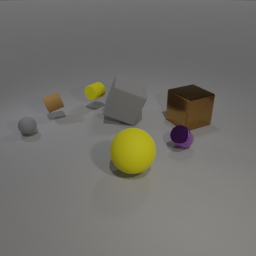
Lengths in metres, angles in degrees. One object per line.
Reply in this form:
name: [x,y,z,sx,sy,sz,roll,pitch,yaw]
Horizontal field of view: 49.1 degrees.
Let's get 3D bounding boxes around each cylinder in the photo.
cylinder: [1.930,0.320,10.008,0.700,0.700,0.700,17,-8,28]
cylinder: [-1.510,-1.687,12.863,0.700,0.700,0.700,17,31,28]
cylinder: [-3.189,-1.098,12.002,0.700,0.700,0.700,-25,34,-10]

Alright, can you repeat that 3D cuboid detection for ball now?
ball: [-3.952,-0.102,10.998,0.700,0.700,0.700,0,28,0]
ball: [0.151,0.698,8.598,1.400,1.400,1.400,0,28,0]

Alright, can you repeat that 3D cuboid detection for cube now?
cube: [-0.122,-1.212,11.915,1.400,1.400,1.400,19,31,-10]
cube: [2.593,-0.888,11.837,1.400,1.400,1.400,-14,31,-25]
